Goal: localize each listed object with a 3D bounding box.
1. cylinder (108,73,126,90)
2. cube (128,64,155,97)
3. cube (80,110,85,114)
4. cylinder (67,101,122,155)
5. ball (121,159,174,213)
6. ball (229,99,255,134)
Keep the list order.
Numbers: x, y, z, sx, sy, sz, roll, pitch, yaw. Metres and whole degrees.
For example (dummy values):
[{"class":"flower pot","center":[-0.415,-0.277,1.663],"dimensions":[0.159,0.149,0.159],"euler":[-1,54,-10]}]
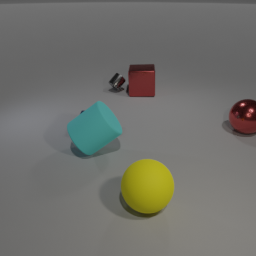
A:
[{"class":"cylinder","center":[-0.606,-2.575,15.544],"dimensions":[0.700,0.700,0.700],"euler":[-51,43,-5]},{"class":"cube","center":[0.764,-2.614,15.280],"dimensions":[1.400,1.400,1.400],"euler":[-1,28,4]},{"class":"cube","center":[-1.635,-0.271,11.641],"dimensions":[0.700,0.700,0.700],"euler":[2,28,4]},{"class":"cylinder","center":[-1.150,0.008,9.781],"dimensions":[1.400,1.400,1.400],"euler":[-35,26,12]},{"class":"ball","center":[0.511,1.524,7.393],"dimensions":[1.400,1.400,1.400],"euler":[0,28,0]},{"class":"ball","center":[4.775,-0.462,11.228],"dimensions":[1.400,1.400,1.400],"euler":[0,28,0]}]
